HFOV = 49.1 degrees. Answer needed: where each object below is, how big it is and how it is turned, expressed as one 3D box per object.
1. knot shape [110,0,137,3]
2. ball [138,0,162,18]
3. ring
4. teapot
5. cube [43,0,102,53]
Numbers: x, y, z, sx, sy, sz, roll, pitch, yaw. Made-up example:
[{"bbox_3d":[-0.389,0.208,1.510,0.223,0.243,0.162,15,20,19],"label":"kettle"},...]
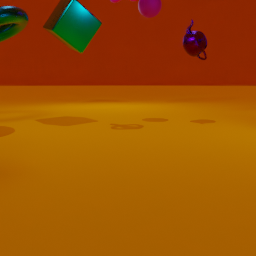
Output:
[{"bbox_3d":[-0.144,-4.630,8.936,1.181,1.106,0.546,9,25,31],"label":"knot shape"},{"bbox_3d":[0.794,-4.459,10.175,0.845,0.845,0.845,0,9,0],"label":"ball"},{"bbox_3d":[-3.691,-2.669,7.530,2.093,0.419,2.093,-22,12,5],"label":"ring"},{"bbox_3d":[2.241,-2.864,9.246,0.856,1.377,0.674,-38,16,-33],"label":"teapot"},{"bbox_3d":[-1.942,-3.565,9.726,1.275,1.275,1.275,33,2,-37],"label":"cube"}]
